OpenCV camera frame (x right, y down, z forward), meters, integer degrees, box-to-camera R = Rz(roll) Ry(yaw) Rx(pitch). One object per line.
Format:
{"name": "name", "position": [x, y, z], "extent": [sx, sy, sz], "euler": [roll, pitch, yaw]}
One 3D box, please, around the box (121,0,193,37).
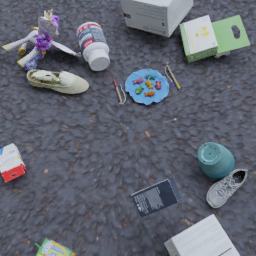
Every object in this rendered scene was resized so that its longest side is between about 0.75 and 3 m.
{"name": "box", "position": [1.371, -5.776, 12.825], "extent": [2.423, 1.592, 2.436], "euler": [24, 65, 26]}

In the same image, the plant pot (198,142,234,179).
{"name": "plant pot", "position": [2.942, 1.041, 9.642], "extent": [1.188, 1.116, 1.188], "euler": [-13, 63, 26]}

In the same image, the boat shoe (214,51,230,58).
{"name": "boat shoe", "position": [3.993, -3.329, 12.570], "extent": [1.098, 0.389, 0.383], "euler": [9, 90, 1]}

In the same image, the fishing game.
{"name": "fishing game", "position": [0.793, -1.809, 11.750], "extent": [2.654, 0.413, 1.900], "euler": [-13, 61, -6]}

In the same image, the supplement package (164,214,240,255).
{"name": "supplement package", "position": [2.440, 4.174, 8.036], "extent": [1.491, 1.548, 2.722], "euler": [-24, 65, -13]}

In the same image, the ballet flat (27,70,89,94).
{"name": "ballet flat", "position": [-2.938, -1.985, 11.579], "extent": [2.580, 0.896, 0.896], "euler": [6, 63, 3]}

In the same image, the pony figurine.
{"name": "pony figurine", "position": [-3.646, -3.707, 11.972], "extent": [2.771, 2.307, 2.675], "euler": [-46, 62, -4]}

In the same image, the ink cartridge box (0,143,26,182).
{"name": "ink cartridge box", "position": [-4.224, 1.306, 10.125], "extent": [0.759, 0.439, 1.306], "euler": [-26, 66, -13]}

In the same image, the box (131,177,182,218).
{"name": "box", "position": [0.818, 1.885, 7.741], "extent": [1.088, 1.107, 0.686], "euler": [-28, 76, 10]}

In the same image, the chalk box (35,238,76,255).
{"name": "chalk box", "position": [-2.356, 3.918, 8.626], "extent": [1.218, 0.758, 0.754], "euler": [21, 65, 11]}

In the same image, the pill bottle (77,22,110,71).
{"name": "pill bottle", "position": [-1.463, -3.512, 12.170], "extent": [1.158, 1.158, 1.937], "euler": [-16, 64, -8]}

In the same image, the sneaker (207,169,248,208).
{"name": "sneaker", "position": [3.400, 1.964, 9.618], "extent": [1.816, 0.744, 0.678], "euler": [-41, 70, -18]}

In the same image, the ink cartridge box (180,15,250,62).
{"name": "ink cartridge box", "position": [3.753, -4.122, 12.347], "extent": [2.645, 0.634, 1.925], "euler": [-14, 61, 17]}
